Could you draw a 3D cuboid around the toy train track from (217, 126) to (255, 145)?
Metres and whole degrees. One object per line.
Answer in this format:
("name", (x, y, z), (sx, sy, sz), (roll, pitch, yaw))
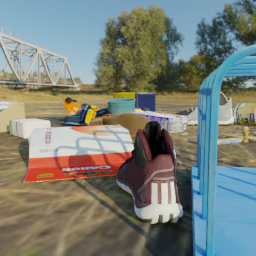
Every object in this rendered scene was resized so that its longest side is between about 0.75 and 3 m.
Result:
("toy train track", (2.788, 0.196, 7.353), (2.170, 0.353, 1.244), (-4, 8, -27))

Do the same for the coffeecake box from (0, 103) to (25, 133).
("coffeecake box", (-5.183, -0.378, 9.389), (2.620, 0.957, 2.011), (3, 8, 21))

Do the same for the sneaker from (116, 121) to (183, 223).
("sneaker", (0.249, 0.372, 3.408), (0.633, 0.967, 1.674), (-2, 8, -14))

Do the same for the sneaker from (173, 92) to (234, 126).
("sneaker", (2.869, -0.897, 11.167), (2.689, 1.553, 1.009), (0, 7, -7))

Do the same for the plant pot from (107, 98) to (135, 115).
("plant pot", (-0.209, -0.552, 10.261), (1.023, 0.961, 1.023), (-4, 13, 1))

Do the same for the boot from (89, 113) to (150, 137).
("boot", (-0.269, -0.126, 8.818), (1.905, 0.731, 1.479), (-10, 7, 3))

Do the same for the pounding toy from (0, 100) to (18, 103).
("pounding toy", (-5.519, -0.689, 11.842), (1.867, 0.972, 2.125), (3, 8, 22))

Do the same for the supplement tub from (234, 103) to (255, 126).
("supplement tub", (4.895, -0.534, 10.982), (0.876, 0.876, 1.213), (-6, 8, -41))

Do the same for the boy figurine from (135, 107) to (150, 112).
("boy figurine", (0.391, -0.501, 11.652), (1.327, 0.688, 2.134), (4, 6, 11))

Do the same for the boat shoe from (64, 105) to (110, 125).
("boat shoe", (-1.541, -0.546, 11.359), (0.991, 0.808, 2.355), (7, 10, 42))

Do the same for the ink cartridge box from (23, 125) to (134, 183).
("ink cartridge box", (-0.855, 0.348, 5.230), (1.958, 0.605, 2.414), (-2, 5, -14))

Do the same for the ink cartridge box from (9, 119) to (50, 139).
("ink cartridge box", (-2.943, -0.007, 8.386), (0.832, 0.480, 1.139), (-6, 9, -40))

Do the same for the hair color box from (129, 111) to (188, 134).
("hair color box", (0.988, -0.211, 9.434), (0.995, 0.590, 1.821), (-5, 13, -42))

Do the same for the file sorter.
("file sorter", (1.585, 0.150, 2.790), (1.792, 1.584, 2.583), (2, 7, 12))

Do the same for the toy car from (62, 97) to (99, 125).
("toy car", (-2.071, -0.626, 11.192), (1.449, 0.983, 2.954), (21, 1, -11))

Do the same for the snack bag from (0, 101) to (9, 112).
("snack bag", (-4.509, -0.021, 6.510), (2.602, 0.279, 2.453), (-22, -4, 30))

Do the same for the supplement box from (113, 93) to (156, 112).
("supplement box", (0.298, -1.318, 15.553), (1.281, 1.289, 2.354), (-5, 8, -35))
